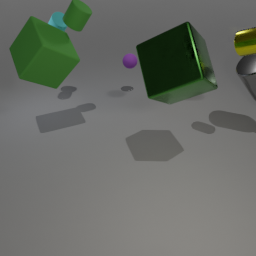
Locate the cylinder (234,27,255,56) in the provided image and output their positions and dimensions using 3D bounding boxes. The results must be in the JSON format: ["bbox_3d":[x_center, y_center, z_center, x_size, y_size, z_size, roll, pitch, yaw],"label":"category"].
[{"bbox_3d":[3.397,-2.371,7.665,0.700,0.700,0.700,-27,19,-37],"label":"cylinder"}]

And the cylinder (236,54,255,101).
[{"bbox_3d":[4.640,-1.806,9.528,1.400,1.400,1.400,-34,30,23],"label":"cylinder"}]

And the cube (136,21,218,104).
[{"bbox_3d":[1.242,-1.512,6.997,1.400,1.400,1.400,-17,-10,28],"label":"cube"}]

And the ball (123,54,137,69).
[{"bbox_3d":[0.093,-3.152,13.204,0.700,0.700,0.700,0,31,0],"label":"ball"}]

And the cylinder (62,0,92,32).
[{"bbox_3d":[-1.597,-3.543,8.820,0.700,0.700,0.700,28,35,-22],"label":"cylinder"}]

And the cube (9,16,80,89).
[{"bbox_3d":[-2.645,-2.330,8.869,1.400,1.400,1.400,11,44,-51],"label":"cube"}]

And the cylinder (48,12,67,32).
[{"bbox_3d":[-2.845,-4.212,11.382,0.700,0.700,0.700,-25,-2,-36],"label":"cylinder"}]
